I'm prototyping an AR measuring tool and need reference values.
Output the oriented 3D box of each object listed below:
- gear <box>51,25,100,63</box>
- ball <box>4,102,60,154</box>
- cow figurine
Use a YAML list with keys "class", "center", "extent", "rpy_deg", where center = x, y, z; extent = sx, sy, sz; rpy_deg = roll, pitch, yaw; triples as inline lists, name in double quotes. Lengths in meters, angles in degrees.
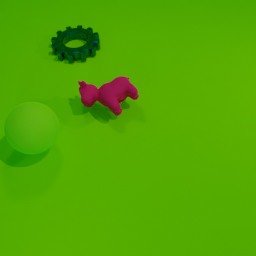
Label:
- class: "gear"
  center: [-1.834, -2.985, 9.861]
  extent: [1.682, 0.311, 1.682]
  rpy_deg: [-1, 54, 1]
- class: "ball"
  center: [-2.377, 0.003, 6.980]
  extent: [1.301, 1.301, 1.301]
  rpy_deg: [0, 56, 0]
- class: "cow figurine"
  center: [-0.620, -1.054, 8.038]
  extent: [1.501, 0.824, 1.476]
  rpy_deg: [-42, 75, -5]
